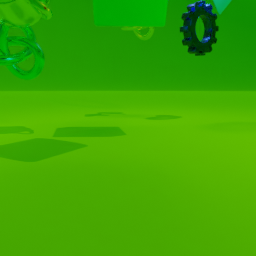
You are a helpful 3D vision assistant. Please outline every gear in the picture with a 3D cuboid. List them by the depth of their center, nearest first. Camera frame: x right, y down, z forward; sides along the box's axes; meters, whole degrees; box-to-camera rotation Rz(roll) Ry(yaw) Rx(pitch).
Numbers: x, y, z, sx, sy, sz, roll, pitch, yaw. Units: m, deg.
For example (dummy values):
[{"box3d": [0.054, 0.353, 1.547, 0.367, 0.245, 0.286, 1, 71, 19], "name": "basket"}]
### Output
[{"box3d": [2.058, -2.820, 7.994, 1.445, 1.445, 0.267, -7, 13, -39], "name": "gear"}]

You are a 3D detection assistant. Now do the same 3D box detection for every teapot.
[{"box3d": [-2.183, -2.579, 5.165, 2.013, 1.252, 0.986, 35, -4, 8], "name": "teapot"}]

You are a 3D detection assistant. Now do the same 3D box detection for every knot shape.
[{"box3d": [-2.346, -1.723, 5.848, 1.319, 1.234, 0.609, 14, -14, -15], "name": "knot shape"}, {"box3d": [0.307, -3.555, 9.484, 1.176, 1.257, 0.581, -11, -18, 10], "name": "knot shape"}]

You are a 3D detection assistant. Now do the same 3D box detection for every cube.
[{"box3d": [0.031, -2.638, 4.963, 1.259, 1.259, 1.259, 0, 40, -2], "name": "cube"}]

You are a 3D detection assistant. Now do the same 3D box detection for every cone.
[{"box3d": [2.862, -3.860, 7.881, 0.931, 0.927, 0.927, -20, -2, 27], "name": "cone"}]
